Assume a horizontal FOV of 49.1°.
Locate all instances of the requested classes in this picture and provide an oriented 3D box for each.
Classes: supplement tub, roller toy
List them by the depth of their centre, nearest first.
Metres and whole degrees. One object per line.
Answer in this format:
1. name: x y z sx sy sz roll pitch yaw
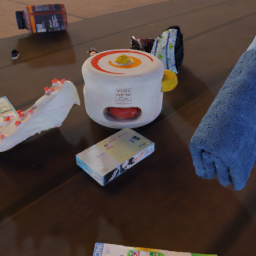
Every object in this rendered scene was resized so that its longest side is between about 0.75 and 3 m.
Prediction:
1. roller toy: -0.112 -1.223 7.970 2.491 1.741 2.273 29 45 35
2. supplement tub: -4.505 -5.722 14.627 2.521 1.348 1.348 -10 37 -15

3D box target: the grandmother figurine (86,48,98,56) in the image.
1. grandmother figurine: -1.490 -3.191 12.025 0.598 0.299 0.986 18 28 -19

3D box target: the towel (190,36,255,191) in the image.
1. towel: 1.937 -0.600 3.950 0.727 1.672 2.994 28 78 29

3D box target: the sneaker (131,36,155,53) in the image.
1. sneaker: 0.835 -3.481 12.001 1.208 0.791 2.091 -3 35 -8

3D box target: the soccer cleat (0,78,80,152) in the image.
1. soccer cleat: -2.295 -0.216 7.360 0.923 1.033 2.664 17 56 45

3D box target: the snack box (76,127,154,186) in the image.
1. snack box: -0.276 0.601 6.643 1.656 0.307 0.962 -29 44 -34

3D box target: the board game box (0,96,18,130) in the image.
1. board game box: -4.194 -0.081 7.532 2.276 0.390 1.530 -22 40 -28

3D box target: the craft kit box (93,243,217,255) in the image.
1. craft kit box: 0.332 2.603 3.744 1.944 0.477 1.968 2 36 7

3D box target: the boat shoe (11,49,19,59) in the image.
1. boat shoe: -4.890 -3.253 12.093 0.303 0.269 0.811 -4 36 -6

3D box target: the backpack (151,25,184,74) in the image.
1. backpack: 1.526 -2.767 10.550 1.436 1.524 1.868 -7 42 5
